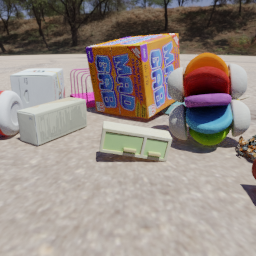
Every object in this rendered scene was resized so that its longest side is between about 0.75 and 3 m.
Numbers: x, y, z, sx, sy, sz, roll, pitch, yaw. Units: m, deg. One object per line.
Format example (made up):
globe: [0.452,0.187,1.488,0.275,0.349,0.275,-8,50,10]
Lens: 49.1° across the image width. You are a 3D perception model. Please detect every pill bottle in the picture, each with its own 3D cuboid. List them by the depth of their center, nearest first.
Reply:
pill bottle: [-5.336,-0.545,9.961,2.819,1.585,1.585,1,19,3]

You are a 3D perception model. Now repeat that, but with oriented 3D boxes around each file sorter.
file sorter: [-1.863,-2.279,14.932,1.830,1.651,2.633,-11,22,-27]

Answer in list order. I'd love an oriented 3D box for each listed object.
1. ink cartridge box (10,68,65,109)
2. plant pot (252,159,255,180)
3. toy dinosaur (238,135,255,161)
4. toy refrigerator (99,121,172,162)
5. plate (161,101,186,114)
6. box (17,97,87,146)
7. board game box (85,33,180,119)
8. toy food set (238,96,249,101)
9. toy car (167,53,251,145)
ink cartridge box: [-4.059,-1.713,12.981,1.819,1.827,2.515,0,19,-1]
plant pot: [3.317,1.167,5.928,1.125,1.125,1.094,4,28,11]
toy dinosaur: [3.719,0.512,8.424,0.959,0.722,1.414,-16,41,3]
toy refrigerator: [0.198,0.387,8.016,1.949,0.740,0.682,10,19,-7]
plate: [2.735,-1.217,12.933,2.501,0.320,2.501,-15,18,5]
box: [-2.618,-0.312,10.015,0.938,1.146,2.414,12,21,32]
board game box: [0.360,-2.447,12.617,2.955,2.955,2.957,10,29,37]
toy food set: [4.327,-1.278,12.599,1.868,0.610,1.099,-21,-2,11]
toy car: [2.506,-0.937,8.847,2.540,2.903,2.177,-3,-9,14]
